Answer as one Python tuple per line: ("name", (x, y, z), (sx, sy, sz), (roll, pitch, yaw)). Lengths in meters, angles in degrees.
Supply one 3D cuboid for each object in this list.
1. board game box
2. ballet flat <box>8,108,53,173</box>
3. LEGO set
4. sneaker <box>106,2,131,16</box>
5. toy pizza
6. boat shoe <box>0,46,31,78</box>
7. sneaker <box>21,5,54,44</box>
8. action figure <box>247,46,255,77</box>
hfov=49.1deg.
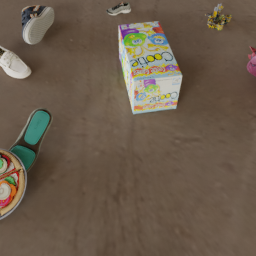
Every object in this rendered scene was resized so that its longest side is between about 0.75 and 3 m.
("board game box", (0.588, -1.940, 8.737), (1.397, 1.373, 2.665), (-8, 53, -6))
("ballet flat", (-2.601, 0.452, 7.320), (0.713, 0.674, 2.115), (30, 82, -12))
("LEGO set", (3.654, -4.455, 11.119), (1.106, 0.641, 0.850), (-38, 61, -25))
("sneaker", (-0.403, -5.001, 11.680), (1.071, 0.425, 0.396), (-17, 56, -11))
("toy pizza", (-3.257, 1.311, 6.587), (1.738, 0.275, 1.738), (-1, 72, 4))
("boat shoe", (-4.025, -2.288, 9.468), (1.818, 0.630, 0.644), (32, 59, 22))
("sneaker", (-3.609, -3.909, 10.550), (0.926, 0.915, 2.333), (11, 42, 2))
("action figure", (4.557, -1.565, 8.752), (2.150, 1.934, 2.887), (-47, 40, 18))
